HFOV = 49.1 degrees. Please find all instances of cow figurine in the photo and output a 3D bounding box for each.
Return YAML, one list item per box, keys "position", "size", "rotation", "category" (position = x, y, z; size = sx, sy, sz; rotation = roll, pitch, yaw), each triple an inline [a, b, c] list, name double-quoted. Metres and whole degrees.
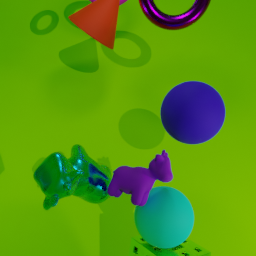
- position: [0.229, 0.802, 4.799]
  size: [1.036, 0.568, 1.019]
  rotation: [15, 78, 23]
  category: "cow figurine"
- position: [-0.853, 0.940, 4.897]
  size: [0.875, 1.594, 1.569]
  rotation: [-46, 27, 8]
  category: "cow figurine"

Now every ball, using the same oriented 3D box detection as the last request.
- position: [1.410, -0.333, 6.161]
  size: [1.386, 1.386, 1.386]
  rotation: [0, 63, 0]
  category: "ball"
- position: [0.655, 1.620, 5.139]
  size: [1.083, 1.083, 1.083]
  rotation: [0, 63, 0]
  category: "ball"

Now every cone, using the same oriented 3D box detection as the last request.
- position: [-0.615, -3.284, 7.816]
  size: [1.516, 1.516, 1.522]
  rotation: [43, 107, 19]
  category: "cone"

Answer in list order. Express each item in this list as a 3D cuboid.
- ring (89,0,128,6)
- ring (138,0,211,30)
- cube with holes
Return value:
- position: [-0.629, -4.791, 8.628]
  size: [2.011, 2.011, 0.402]
  rotation: [0, 32, 0]
  category: "ring"
- position: [1.158, -3.392, 6.923]
  size: [1.851, 1.851, 0.370]
  rotation: [6, 20, 3]
  category: "ring"
- position: [0.728, 2.710, 5.290]
  size: [1.069, 1.069, 1.069]
  rotation: [4, 96, -39]
  category: "cube with holes"
